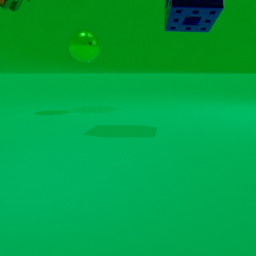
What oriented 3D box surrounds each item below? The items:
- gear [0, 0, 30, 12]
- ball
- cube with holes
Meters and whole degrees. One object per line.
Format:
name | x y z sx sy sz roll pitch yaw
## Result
gear | -1.301 -2.542 3.799 0.360 1.945 1.945 33 5 -15
ball | -1.699 -3.212 10.956 1.233 1.233 1.233 0 12 0
cube with holes | 1.737 -3.537 7.645 1.303 1.303 1.303 2 -7 0
